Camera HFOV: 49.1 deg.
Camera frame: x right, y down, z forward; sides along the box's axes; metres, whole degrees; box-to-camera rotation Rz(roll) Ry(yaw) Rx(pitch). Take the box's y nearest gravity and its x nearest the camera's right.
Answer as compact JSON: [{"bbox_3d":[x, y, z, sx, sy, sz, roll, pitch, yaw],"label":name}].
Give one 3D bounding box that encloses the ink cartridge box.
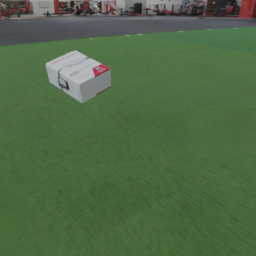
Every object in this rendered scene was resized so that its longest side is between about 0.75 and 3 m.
[{"bbox_3d":[-0.859,-0.915,4.860,0.943,0.393,0.685,33,52,31],"label":"ink cartridge box"}]
